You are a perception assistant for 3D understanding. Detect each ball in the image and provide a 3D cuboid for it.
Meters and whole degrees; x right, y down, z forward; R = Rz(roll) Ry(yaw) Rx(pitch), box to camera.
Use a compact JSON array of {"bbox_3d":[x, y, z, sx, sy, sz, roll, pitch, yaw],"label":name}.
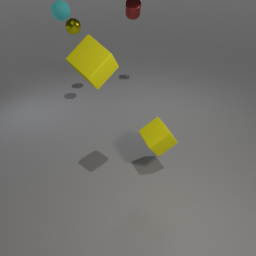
[{"bbox_3d":[-2.478,-4.322,10.308,0.700,0.700,0.700,0,31,0],"label":"ball"},{"bbox_3d":[-2.423,-4.484,12.380,0.700,0.700,0.700,0,31,0],"label":"ball"}]

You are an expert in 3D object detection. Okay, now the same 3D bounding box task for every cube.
[{"bbox_3d":[0.864,0.255,8.029,0.700,0.700,0.700,-37,52,9],"label":"cube"},{"bbox_3d":[-0.733,-1.366,5.889,0.700,0.700,0.700,43,0,13],"label":"cube"}]

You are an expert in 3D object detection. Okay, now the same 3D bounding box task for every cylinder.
[{"bbox_3d":[0.236,-5.524,12.961,0.700,0.700,0.700,1,71,-2],"label":"cylinder"}]
